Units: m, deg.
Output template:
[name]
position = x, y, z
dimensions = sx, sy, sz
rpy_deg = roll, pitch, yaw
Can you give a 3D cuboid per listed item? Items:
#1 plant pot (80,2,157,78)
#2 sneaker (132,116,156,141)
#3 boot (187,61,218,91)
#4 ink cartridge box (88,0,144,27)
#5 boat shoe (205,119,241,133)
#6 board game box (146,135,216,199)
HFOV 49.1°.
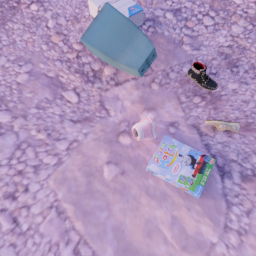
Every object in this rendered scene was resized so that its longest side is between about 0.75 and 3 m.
[plant pot]
position = -0.141, -2.503, 8.545
dimensions = 1.927, 1.362, 1.361
rpy_deg = 37, 93, 12
[sneaker]
position = 0.407, 0.115, 7.586
dimensions = 0.619, 1.184, 0.446
rpy_deg = -32, 69, -7
[boot]
position = 2.331, -1.577, 8.573
dimensions = 1.085, 0.819, 0.392
rpy_deg = 33, 84, 8
[ink cartridge box]
position = -0.454, -4.250, 10.246
dimensions = 1.256, 0.725, 1.731
rpy_deg = -33, 65, -17
[boat shoe]
position = 2.731, -0.051, 8.109
dimensions = 1.014, 0.366, 0.329
rpy_deg = 6, 98, -3
[board game box]
position = 1.428, 1.005, 7.559
dimensions = 1.538, 0.281, 1.163
rpy_deg = 26, 62, 14
